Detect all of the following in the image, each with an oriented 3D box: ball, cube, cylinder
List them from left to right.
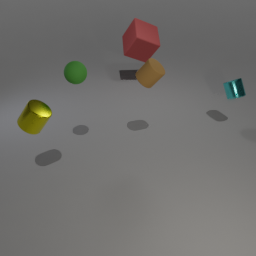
[{"bbox_3d":[-2.551,-0.299,7.658,0.700,0.700,0.700,32,28,-19],"label":"cylinder"},{"bbox_3d":[-1.594,-1.680,8.508,0.700,0.700,0.700,0,32,0],"label":"ball"},{"bbox_3d":[0.658,-4.509,14.509,1.400,1.400,1.400,11,58,-27],"label":"cube"},{"bbox_3d":[0.720,-1.763,9.032,0.700,0.700,0.700,28,39,-26],"label":"cylinder"},{"bbox_3d":[4.132,-1.506,10.874,0.700,0.700,0.700,-17,5,1],"label":"cylinder"}]
